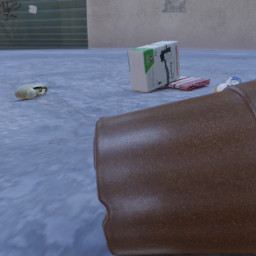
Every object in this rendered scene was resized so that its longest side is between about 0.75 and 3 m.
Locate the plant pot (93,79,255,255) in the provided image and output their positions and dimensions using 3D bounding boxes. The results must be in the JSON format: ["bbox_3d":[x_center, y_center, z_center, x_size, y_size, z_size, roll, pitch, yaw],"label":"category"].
[{"bbox_3d":[0.699,0.471,3.029,1.929,1.948,1.948,-7,19,2],"label":"plant pot"}]

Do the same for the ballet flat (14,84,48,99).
[{"bbox_3d":[-3.535,-1.362,10.443,0.546,0.546,1.571,6,19,17],"label":"ballet flat"}]

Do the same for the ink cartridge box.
[{"bbox_3d":[1.161,-2.657,11.856,0.964,1.702,2.322,15,32,42],"label":"ink cartridge box"}]

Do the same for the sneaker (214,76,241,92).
[{"bbox_3d":[3.921,-1.418,10.386,0.799,0.683,1.813,17,35,38],"label":"sneaker"}]

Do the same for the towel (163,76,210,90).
[{"bbox_3d":[2.225,-2.112,12.973,1.840,0.291,2.555,-20,25,-40],"label":"towel"}]
